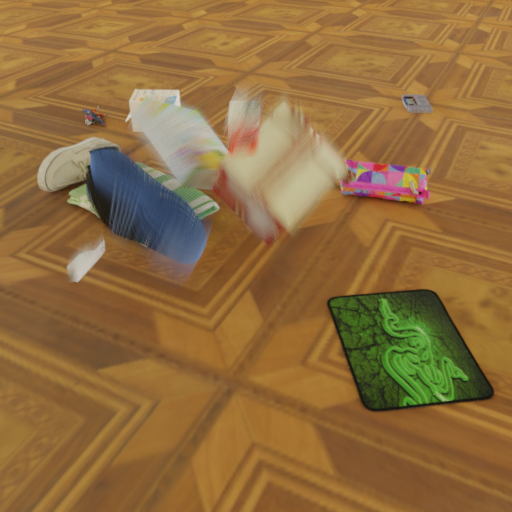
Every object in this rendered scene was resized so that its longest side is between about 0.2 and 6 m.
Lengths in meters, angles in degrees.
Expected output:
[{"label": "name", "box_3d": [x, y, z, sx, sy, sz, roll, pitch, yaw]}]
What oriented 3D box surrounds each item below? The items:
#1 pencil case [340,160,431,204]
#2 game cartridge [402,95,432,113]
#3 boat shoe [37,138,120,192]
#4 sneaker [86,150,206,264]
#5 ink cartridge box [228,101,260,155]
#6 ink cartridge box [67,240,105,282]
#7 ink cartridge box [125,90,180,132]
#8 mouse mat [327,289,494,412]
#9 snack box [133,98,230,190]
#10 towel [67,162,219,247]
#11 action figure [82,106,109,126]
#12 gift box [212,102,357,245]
[{"label": "pencil case", "box_3d": [2.744, -1.589, 11.977, 1.888, 0.835, 0.835, 8, 38, 14]}, {"label": "game cartridge", "box_3d": [4.629, -4.414, 16.193, 0.687, 0.203, 1.059, 4, 37, -2]}, {"label": "boat shoe", "box_3d": [-3.925, -2.054, 12.636, 0.738, 0.808, 2.247, 11, 30, 22]}, {"label": "sneaker", "box_3d": [-1.927, -0.651, 9.551, 0.968, 1.075, 2.760, -25, 59, -41]}, {"label": "ink cartridge box", "box_3d": [-0.201, -2.071, 9.031, 0.494, 0.228, 0.907, 2, 65, 3]}, {"label": "ink cartridge box", "box_3d": [-2.960, 0.051, 9.775, 0.194, 0.627, 0.773, 35, 67, 0]}, {"label": "ink cartridge box", "box_3d": [-2.752, -3.854, 14.879, 1.368, 0.857, 0.880, 1, 37, 1]}, {"label": "mouse mat", "box_3d": [2.283, 1.350, 8.696, 1.946, 0.091, 2.419, -5, 38, -6]}, {"label": "snack box", "box_3d": [-1.378, -2.295, 11.678, 1.541, 0.574, 2.166, 1, 46, -51]}, {"label": "towel", "box_3d": [-2.389, -1.150, 11.806, 2.718, 0.318, 2.073, 27, 44, 32]}, {"label": "action figure", "box_3d": [-4.346, -3.740, 15.269, 0.729, 0.381, 0.705, 39, 55, 7]}, {"label": "gift box", "box_3d": [0.513, -1.440, 9.839, 1.789, 1.939, 1.810, 46, 74, -5]}]
